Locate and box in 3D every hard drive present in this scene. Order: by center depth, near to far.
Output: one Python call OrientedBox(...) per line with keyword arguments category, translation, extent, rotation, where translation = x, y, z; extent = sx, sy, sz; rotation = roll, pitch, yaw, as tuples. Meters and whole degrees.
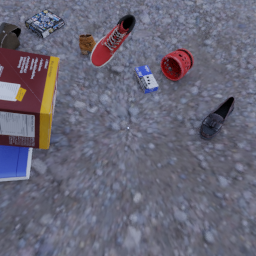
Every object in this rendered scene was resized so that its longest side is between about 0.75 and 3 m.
OrientedBox(category="hard drive", translation=(-4.214, 0.703, 8.100), extent=(2.763, 0.350, 1.823), rotation=(-4, 57, -3))

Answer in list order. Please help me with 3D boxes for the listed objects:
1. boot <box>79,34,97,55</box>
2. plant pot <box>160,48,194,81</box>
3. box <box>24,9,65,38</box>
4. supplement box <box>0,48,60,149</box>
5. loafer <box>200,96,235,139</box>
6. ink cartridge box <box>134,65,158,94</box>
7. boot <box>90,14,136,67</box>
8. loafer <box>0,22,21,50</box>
OrientedBox(category="boot", translation=(-1.284, -3.120, 10.344), extent=(1.053, 0.815, 0.388), rotation=(-12, 57, -8))
OrientedBox(category="plant pot", translation=(1.728, -2.240, 9.724), extent=(0.936, 0.936, 0.852), rotation=(35, 56, 21))
OrientedBox(category="box", translation=(-3.400, -4.291, 11.434), extent=(1.167, 0.290, 1.159), rotation=(36, 63, 22))
OrientedBox(category="supplement box", translation=(-2.861, -0.764, 6.874), extent=(2.074, 1.377, 2.046), rotation=(7, 49, -13))
OrientedBox(category="loafer", translation=(2.797, -0.376, 8.704), extent=(0.608, 0.532, 1.691), rotation=(34, 63, 20))
OrientedBox(category="ink cartridge box", translation=(0.627, -1.712, 9.763), extent=(0.503, 0.236, 1.070), rotation=(-16, 58, -11))
OrientedBox(category="boot", translation=(-0.486, -2.628, 8.480), extent=(0.655, 1.304, 1.808), rotation=(40, 93, -12))
OrientedBox(category="loafer", translation=(-4.453, -3.227, 10.428), extent=(0.770, 0.788, 2.158), rotation=(-4, 56, -2))
